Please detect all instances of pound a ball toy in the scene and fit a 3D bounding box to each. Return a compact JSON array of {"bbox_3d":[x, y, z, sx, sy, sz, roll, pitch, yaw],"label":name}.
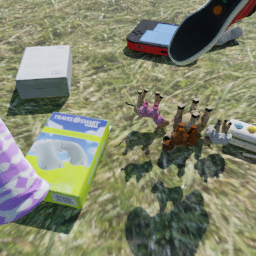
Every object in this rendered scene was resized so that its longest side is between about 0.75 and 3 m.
[{"bbox_3d":[3.220,0.317,7.251,1.350,0.573,0.880,21,48,20],"label":"pound a ball toy"}]

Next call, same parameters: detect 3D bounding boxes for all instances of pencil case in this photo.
[{"bbox_3d":[-1.410,0.148,2.778,0.707,1.684,0.720,-16,18,36],"label":"pencil case"}]

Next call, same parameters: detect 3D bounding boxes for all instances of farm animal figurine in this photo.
[{"bbox_3d":[1.265,-0.091,7.367,2.176,1.147,2.200,-8,40,-26],"label":"farm animal figurine"}]

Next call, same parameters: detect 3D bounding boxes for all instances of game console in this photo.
[{"bbox_3d":[1.594,-3.735,11.423,2.922,0.454,2.584,14,47,13],"label":"game console"}]

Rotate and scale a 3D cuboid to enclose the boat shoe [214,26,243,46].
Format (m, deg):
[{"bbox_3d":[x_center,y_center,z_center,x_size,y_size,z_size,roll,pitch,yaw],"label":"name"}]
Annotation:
[{"bbox_3d":[3.790,-3.685,11.373,1.831,0.612,0.522,-18,8,-17],"label":"boat shoe"}]

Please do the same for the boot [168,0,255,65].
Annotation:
[{"bbox_3d":[1.963,-2.244,6.102,0.823,2.274,1.640,51,27,13],"label":"boot"}]

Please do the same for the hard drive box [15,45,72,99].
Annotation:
[{"bbox_3d":[-2.707,-1.919,9.349,1.568,0.773,2.012,-3,45,-3],"label":"hard drive box"}]

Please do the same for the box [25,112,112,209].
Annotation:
[{"bbox_3d":[-1.480,0.570,6.968,1.611,0.630,2.642,10,46,8],"label":"box"}]
